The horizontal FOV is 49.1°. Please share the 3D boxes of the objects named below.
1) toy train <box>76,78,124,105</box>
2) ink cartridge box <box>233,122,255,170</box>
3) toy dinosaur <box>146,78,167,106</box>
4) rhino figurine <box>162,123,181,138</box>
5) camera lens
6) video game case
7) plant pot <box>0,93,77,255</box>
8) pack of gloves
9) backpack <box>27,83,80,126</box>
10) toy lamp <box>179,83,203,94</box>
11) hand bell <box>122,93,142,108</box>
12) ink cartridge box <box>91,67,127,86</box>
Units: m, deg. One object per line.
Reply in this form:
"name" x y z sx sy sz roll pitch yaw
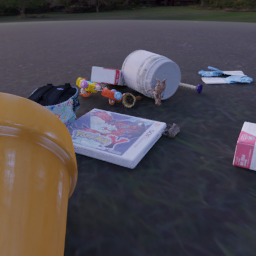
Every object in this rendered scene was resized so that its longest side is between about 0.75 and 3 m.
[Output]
"toy train" -1.259 -1.496 11.881 1.898 0.703 2.526 15 10 -25
"ink cartridge box" 3.896 0.594 7.368 1.880 0.778 1.377 13 29 25
"toy dinosaur" 1.238 -1.466 10.849 0.743 1.096 0.470 24 22 -30
"rhino figurine" 1.462 0.056 9.056 0.395 0.270 0.904 27 33 21
"camera lens" 0.942 -2.339 12.215 1.803 1.803 2.254 -16 31 -30
"video game case" -0.552 0.167 8.768 2.829 0.325 2.578 12 28 23
"plant pot" -2.032 1.325 4.082 2.789 2.789 2.553 -7 43 -15
"pack of gloves" 5.125 -2.873 14.792 2.573 0.508 2.162 -1 25 -1
"backpack" -2.516 -0.641 9.202 1.619 1.373 1.824 2 21 6
"toy lamp" 2.607 -1.986 13.018 1.656 0.482 0.482 17 31 33
"hand bell" 0.275 -1.194 11.528 0.582 0.582 1.117 14 17 26
"ink cartridge box" -0.764 -2.400 13.107 1.236 0.698 1.684 12 11 23
